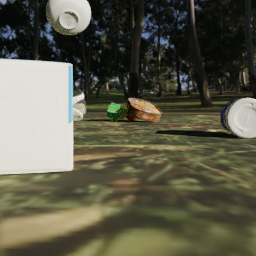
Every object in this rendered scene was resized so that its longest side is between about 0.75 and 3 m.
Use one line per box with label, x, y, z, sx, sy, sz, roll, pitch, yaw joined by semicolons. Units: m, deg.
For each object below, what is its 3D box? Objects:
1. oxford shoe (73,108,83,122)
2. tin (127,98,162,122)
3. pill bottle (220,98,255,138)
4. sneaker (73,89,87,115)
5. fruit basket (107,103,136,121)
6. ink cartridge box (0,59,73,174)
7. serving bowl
oxford shoe;-3.057;-0.497;11.623;2.325;0.874;0.671;7;44;-13
tin;0.717;-0.857;12.995;1.422;0.532;2.540;8;17;-9
pill bottle;2.466;-0.234;6.142;0.812;0.812;1.357;1;4;10
sneaker;-3.254;-0.711;12.456;2.995;1.187;1.107;-14;27;10
fruit basket;-0.121;-0.757;13.669;1.823;0.854;1.688;3;4;-3
ink cartridge box;-1.193;-0.152;3.215;1.006;1.032;1.606;-1;5;-15
serving bowl;-1.524;-2.873;7.214;1.163;0.383;1.163;-8;-38;-6
